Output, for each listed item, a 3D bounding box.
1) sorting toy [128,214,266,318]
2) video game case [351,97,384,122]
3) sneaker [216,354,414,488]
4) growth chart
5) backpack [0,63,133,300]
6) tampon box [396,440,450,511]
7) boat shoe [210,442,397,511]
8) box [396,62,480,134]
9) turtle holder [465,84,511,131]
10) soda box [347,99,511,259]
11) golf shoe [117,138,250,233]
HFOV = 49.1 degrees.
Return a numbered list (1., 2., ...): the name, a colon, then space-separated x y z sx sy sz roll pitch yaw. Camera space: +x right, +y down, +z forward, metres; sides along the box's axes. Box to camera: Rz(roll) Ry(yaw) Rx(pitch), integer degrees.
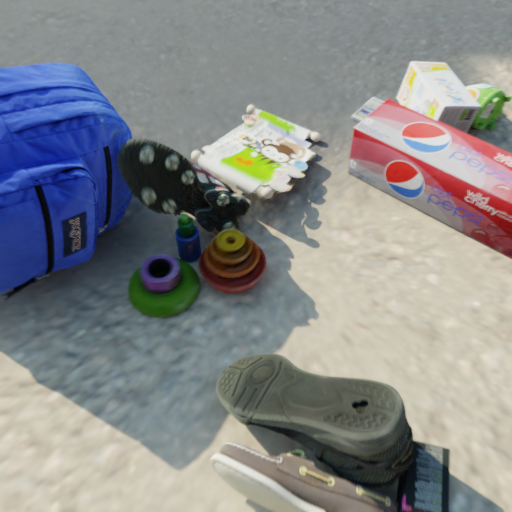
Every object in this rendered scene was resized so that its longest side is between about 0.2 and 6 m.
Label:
1. sorting toy: -1.106 0.033 9.918 2.535 1.041 1.523 -15 51 -11
2. video game case: 2.978 -3.318 13.311 1.079 0.119 0.982 32 57 22
3. sneaker: 0.813 2.420 8.006 3.135 1.796 1.199 3 42 40
4. growth chart: 0.134 -2.274 11.989 2.259 0.277 3.122 24 41 15
5. backpack: -4.028 -1.266 9.759 3.954 3.213 3.318 -26 63 -34
6. tampon box: 2.264 3.109 7.630 0.573 0.680 0.907 11 51 9
7. boat shoe: 0.629 3.104 7.514 2.538 0.912 0.755 22 54 12
8. box: 4.115 -3.529 12.832 0.927 1.028 1.828 -4 50 -16
9. turtle holder: 5.251 -3.536 12.923 1.311 0.996 0.931 -32 57 -23
10. soda box: 3.828 -1.611 11.165 3.941 1.250 1.380 32 57 25
11. golf shoe: -1.441 -1.317 10.347 1.098 2.843 1.252 -52 41 10
